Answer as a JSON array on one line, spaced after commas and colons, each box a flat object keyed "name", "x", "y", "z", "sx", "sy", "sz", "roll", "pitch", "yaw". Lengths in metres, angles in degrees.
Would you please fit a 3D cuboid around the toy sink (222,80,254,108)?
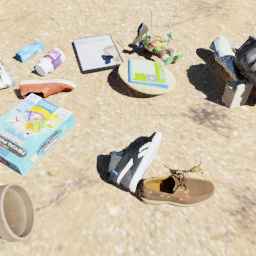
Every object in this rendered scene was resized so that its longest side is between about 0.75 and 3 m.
[{"name": "toy sink", "x": 4.417, "y": -1.498, "z": 11.358, "sx": 0.770, "sy": 1.181, "sz": 0.661, "roll": -17, "pitch": 51, "yaw": -13}]

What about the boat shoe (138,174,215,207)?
[{"name": "boat shoe", "x": 1.526, "y": 1.884, "z": 8.636, "sx": 2.390, "sy": 0.807, "sz": 0.860, "roll": -1, "pitch": 49, "yaw": -1}]

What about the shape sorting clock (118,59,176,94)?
[{"name": "shape sorting clock", "x": 0.845, "y": -2.285, "z": 12.346, "sx": 2.573, "sy": 0.505, "sz": 2.573, "roll": 5, "pitch": 43, "yaw": -5}]

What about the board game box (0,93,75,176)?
[{"name": "board game box", "x": -3.679, "y": 0.108, "z": 10.297, "sx": 2.121, "sy": 0.659, "sz": 2.809, "roll": 24, "pitch": 53, "yaw": 20}]

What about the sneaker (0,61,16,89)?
[{"name": "sneaker", "x": -5.856, "y": -2.433, "z": 12.472, "sx": 0.879, "sy": 0.736, "sz": 1.985, "roll": -30, "pitch": 55, "yaw": -27}]

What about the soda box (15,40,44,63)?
[{"name": "soda box", "x": -4.838, "y": -3.791, "z": 13.839, "sx": 0.443, "sy": 0.469, "sz": 1.382, "roll": 30, "pitch": 55, "yaw": 24}]

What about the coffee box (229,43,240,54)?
[{"name": "coffee box", "x": 5.262, "y": -3.870, "z": 13.928, "sx": 0.784, "sy": 0.443, "sz": 0.313, "roll": 21, "pitch": 53, "yaw": 18}]

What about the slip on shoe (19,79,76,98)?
[{"name": "slip on shoe", "x": -3.385, "y": -1.623, "z": 11.834, "sx": 2.322, "sy": 0.860, "sz": 0.710, "roll": -4, "pitch": 80, "yaw": -9}]

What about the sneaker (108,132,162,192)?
[{"name": "sneaker", "x": 0.141, "y": 0.850, "z": 9.483, "sx": 1.369, "sy": 0.894, "sz": 2.448, "roll": 21, "pitch": 53, "yaw": 16}]

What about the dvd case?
[{"name": "dvd case", "x": -1.502, "y": -3.759, "z": 13.962, "sx": 2.007, "sy": 0.247, "sz": 2.813, "roll": -13, "pitch": 50, "yaw": -11}]

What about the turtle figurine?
[{"name": "turtle figurine", "x": 1.638, "y": -4.187, "z": 13.208, "sx": 2.309, "sy": 1.662, "sz": 2.239, "roll": -44, "pitch": 73, "yaw": 12}]

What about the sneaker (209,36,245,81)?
[{"name": "sneaker", "x": 4.648, "y": -3.133, "z": 13.137, "sx": 0.955, "sy": 0.963, "sz": 2.657, "roll": 5, "pitch": 55, "yaw": -34}]

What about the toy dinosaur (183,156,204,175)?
[{"name": "toy dinosaur", "x": 2.136, "y": 1.268, "z": 8.753, "sx": 0.531, "sy": 0.999, "sz": 0.302, "roll": 20, "pitch": 48, "yaw": -24}]

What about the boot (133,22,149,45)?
[{"name": "boot", "x": 0.433, "y": -3.856, "z": 11.410, "sx": 0.923, "sy": 0.447, "sz": 0.345, "roll": -48, "pitch": 49, "yaw": 0}]

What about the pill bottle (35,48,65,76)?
[{"name": "pill bottle", "x": -3.624, "y": -3.039, "z": 12.985, "sx": 0.769, "sy": 0.769, "sz": 1.380, "roll": 21, "pitch": 52, "yaw": 17}]

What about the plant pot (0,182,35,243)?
[{"name": "plant pot", "x": -3.611, "y": 2.480, "z": 7.832, "sx": 1.394, "sy": 1.598, "sz": 1.598, "roll": -19, "pitch": 49, "yaw": 9}]

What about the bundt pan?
[{"name": "bundt pan", "x": 5.305, "y": -2.246, "z": 11.260, "sx": 1.082, "sy": 2.883, "sz": 2.883, "roll": -37, "pitch": 48, "yaw": 19}]
